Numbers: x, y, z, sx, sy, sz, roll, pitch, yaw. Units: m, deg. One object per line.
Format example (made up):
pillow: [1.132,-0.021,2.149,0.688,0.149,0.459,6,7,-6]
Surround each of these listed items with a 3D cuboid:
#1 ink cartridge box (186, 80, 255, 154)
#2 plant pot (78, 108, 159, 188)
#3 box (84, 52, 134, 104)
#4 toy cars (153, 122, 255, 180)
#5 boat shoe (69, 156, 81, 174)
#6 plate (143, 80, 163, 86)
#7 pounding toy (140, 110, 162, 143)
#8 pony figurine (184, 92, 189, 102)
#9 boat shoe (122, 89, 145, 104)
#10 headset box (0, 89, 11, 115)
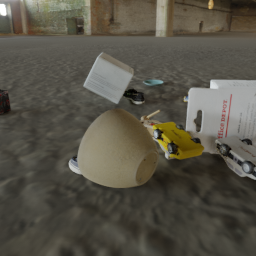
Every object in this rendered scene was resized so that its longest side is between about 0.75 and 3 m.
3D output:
ink cartridge box: [2.918,-0.281,6.926,2.955,1.711,0.986,3,22,7]
plant pot: [-0.027,0.528,5.333,1.038,1.546,1.546,27,33,32]
box: [-0.711,-1.995,10.989,1.520,1.302,1.512,26,19,-8]
toy cars: [1.823,0.577,6.320,2.926,0.648,1.312,14,30,23]
boat shoe: [-0.662,0.598,5.909,1.577,0.731,0.589,6,22,33]
plate: [1.253,-2.248,13.967,1.015,0.130,1.015,-1,22,0]
pounding toy: [0.633,-0.109,7.822,0.722,0.725,1.263,-9,23,-31]
pony figurine: [2.549,-1.136,10.672,0.829,0.715,0.859,-32,25,7]
boat shoe: [0.193,-1.363,11.314,0.556,0.454,1.506,-9,24,-22]
headset box: [-4.462,-0.931,9.732,0.312,0.832,0.619,8,22,20]
